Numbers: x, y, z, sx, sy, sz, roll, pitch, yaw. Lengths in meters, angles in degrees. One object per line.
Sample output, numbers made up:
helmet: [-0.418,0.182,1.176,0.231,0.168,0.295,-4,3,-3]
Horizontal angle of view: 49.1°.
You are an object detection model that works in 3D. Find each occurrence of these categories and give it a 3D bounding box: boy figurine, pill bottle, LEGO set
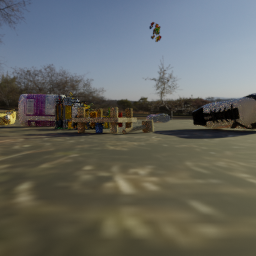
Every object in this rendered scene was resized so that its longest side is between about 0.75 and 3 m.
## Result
boy figurine: [-5.456,-0.444,11.816,1.338,0.694,2.153,-2,4,20]
pill bottle: [-2.939,-0.667,10.587,2.135,1.199,1.199,0,2,-14]
LEGO set: [-1.334,-0.531,8.290,1.437,1.083,1.869,-2,3,-37]

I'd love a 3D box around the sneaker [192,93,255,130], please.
sneaker: [2.609,-0.308,7.319,0.990,0.912,2.474,-10,-1,-20]

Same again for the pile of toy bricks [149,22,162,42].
pile of toy bricks: [1.196,-4.059,11.607,0.477,0.861,0.425,16,-21,-35]

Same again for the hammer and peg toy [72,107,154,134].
hammer and peg toy: [-0.286,-0.182,6.044,1.552,0.547,1.141,1,2,24]

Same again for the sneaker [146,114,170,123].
sneaker: [1.893,-0.635,18.048,1.532,0.576,0.801,-5,9,-17]
